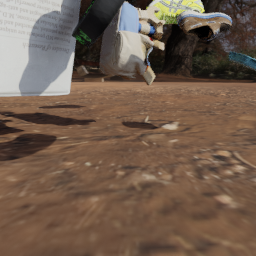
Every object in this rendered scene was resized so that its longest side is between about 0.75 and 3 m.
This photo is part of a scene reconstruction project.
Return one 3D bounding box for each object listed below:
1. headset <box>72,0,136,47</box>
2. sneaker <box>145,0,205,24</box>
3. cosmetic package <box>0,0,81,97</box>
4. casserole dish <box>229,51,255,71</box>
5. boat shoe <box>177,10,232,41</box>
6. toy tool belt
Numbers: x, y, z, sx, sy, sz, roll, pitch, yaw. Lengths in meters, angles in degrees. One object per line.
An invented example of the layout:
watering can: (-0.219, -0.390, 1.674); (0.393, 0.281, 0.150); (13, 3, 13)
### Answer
headset: (0.175, -2.520, 4.544); (1.364, 2.904, 1.793); (31, 7, -20)
sneaker: (1.445, -3.569, 8.653); (2.119, 0.810, 0.799); (-20, -24, -13)
cosmetic package: (-2.611, -2.278, 5.403); (2.409, 2.878, 2.394); (21, 19, 32)
casserole dish: (2.574, -1.452, 6.138); (0.625, 0.200, 1.032); (19, 18, -11)
boat shoe: (1.604, -2.039, 5.744); (1.306, 0.473, 0.472); (-5, -18, -21)
toy tool belt: (0.207, -2.404, 7.042); (1.502, 2.443, 1.526); (9, -3, -34)
